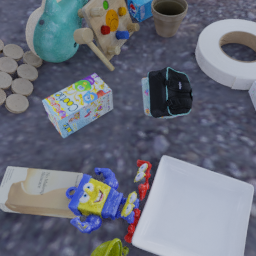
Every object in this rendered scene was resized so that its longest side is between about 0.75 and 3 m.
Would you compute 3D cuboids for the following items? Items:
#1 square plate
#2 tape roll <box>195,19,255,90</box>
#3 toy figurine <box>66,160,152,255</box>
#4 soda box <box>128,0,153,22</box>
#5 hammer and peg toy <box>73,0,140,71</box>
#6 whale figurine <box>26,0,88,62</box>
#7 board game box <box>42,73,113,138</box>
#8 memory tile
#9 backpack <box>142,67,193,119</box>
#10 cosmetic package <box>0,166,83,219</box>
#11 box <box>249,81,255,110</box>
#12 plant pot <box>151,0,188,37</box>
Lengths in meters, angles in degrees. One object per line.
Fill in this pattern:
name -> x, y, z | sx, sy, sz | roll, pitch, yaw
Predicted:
square plate -> 1.582, 2.047, 6.631 | 2.374, 0.341, 2.397 | 18, 59, 11
tape roll -> 3.813, -2.577, 9.531 | 2.996, 0.547, 2.996 | 0, 56, 0
toy figurine -> -0.669, 1.878, 6.140 | 1.676, 1.475, 2.797 | 14, 57, 15
soda box -> 1.145, -5.129, 10.956 | 2.350, 0.754, 0.797 | -33, 62, -14
hammer and peg toy -> -0.778, -3.267, 9.273 | 0.964, 2.011, 2.734 | 12, 56, 35
whale figurine -> -2.014, -3.415, 9.141 | 1.456, 2.232, 2.805 | 30, 80, 13
board game box -> -1.398, -0.662, 8.051 | 1.734, 0.909, 0.893 | -32, 63, -20
memory tile -> -3.882, -1.703, 8.766 | 1.969, 0.216, 2.569 | 17, 55, -17
backpack -> 1.117, -0.917, 7.720 | 1.503, 1.152, 1.321 | -7, 90, -46
cosmetic package -> -2.044, 1.553, 6.754 | 1.878, 0.668, 0.988 | 3, 57, 2
box -> 4.426, -0.921, 8.431 | 1.167, 0.564, 1.030 | -5, 56, -2
plant pot -> 1.430, -3.936, 10.083 | 1.269, 1.101, 1.269 | 0, 56, 0
